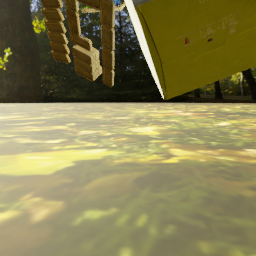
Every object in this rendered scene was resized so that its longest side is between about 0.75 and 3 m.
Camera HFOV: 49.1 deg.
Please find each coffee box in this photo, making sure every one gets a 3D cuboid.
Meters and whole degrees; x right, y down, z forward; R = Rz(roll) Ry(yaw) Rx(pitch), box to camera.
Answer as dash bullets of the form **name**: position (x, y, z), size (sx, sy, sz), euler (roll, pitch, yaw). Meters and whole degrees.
- **coffee box**: position (1.522, -2.919, 7.030), size (2.770, 2.774, 2.743), euler (-21, 48, 6)

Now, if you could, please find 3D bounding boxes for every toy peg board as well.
- **toy peg board**: position (-0.801, -4.321, 9.388), size (1.286, 0.631, 1.291), euler (0, 31, 7)

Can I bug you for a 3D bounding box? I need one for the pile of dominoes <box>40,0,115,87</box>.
- **pile of dominoes**: position (-1.118, -2.303, 6.805), size (2.096, 0.428, 2.689), euler (30, -29, 14)
